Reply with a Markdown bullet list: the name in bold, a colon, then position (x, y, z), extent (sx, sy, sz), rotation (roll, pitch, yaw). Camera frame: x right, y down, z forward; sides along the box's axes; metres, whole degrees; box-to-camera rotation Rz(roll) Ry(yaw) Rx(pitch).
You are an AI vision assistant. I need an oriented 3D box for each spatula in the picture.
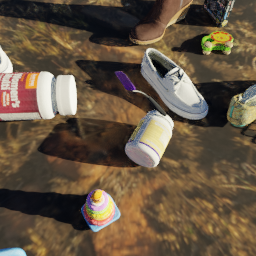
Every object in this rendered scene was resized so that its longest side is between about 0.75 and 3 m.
- **spatula**: position (0.284, -0.613, 5.294), extent (1.344, 0.380, 0.138), rotation (35, 81, -26)

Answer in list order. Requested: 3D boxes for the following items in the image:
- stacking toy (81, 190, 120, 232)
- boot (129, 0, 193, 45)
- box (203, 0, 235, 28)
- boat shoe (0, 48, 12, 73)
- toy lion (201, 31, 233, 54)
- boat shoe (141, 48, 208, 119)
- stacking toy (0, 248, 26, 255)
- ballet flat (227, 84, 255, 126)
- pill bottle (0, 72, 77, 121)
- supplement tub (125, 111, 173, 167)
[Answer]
- **stacking toy**: position (-0.615, 1.545, 5.748), extent (0.732, 1.261, 0.692), rotation (-27, 61, -17)
- **boot**: position (1.087, -4.105, 8.862), extent (2.715, 2.258, 0.982), rotation (-38, 64, -22)
- **box**: position (3.140, -4.355, 9.750), extent (0.307, 1.062, 1.337), rotation (-15, 58, -10)
- **boat shoe**: position (-4.530, -2.520, 8.629), extent (1.023, 0.909, 2.780), rotation (-35, 63, -21)
- **toy lion**: position (2.942, -2.864, 9.241), extent (1.062, 0.364, 1.017), rotation (-1, 50, 0)
- **boat shoe**: position (1.239, -1.281, 7.857), extent (0.944, 0.838, 2.565), rotation (-35, 63, -21)
- **stacking toy**: position (-1.304, 1.848, 2.457), extent (0.840, 0.795, 1.448), rotation (-9, 15, -15)
- **ballet flat**: position (3.748, -0.969, 7.572), extent (2.635, 0.931, 0.931), rotation (-30, 62, -18)
- **pill bottle**: position (-2.562, -0.831, 7.318), extent (2.274, 1.246, 1.246), rotation (-2, 57, -1)
- **supplement tub**: position (0.546, 0.253, 6.832), extent (0.871, 0.871, 1.199), rotation (23, 59, 14)
